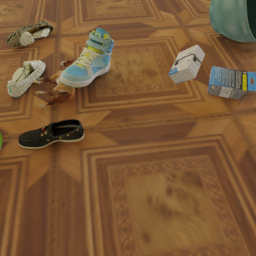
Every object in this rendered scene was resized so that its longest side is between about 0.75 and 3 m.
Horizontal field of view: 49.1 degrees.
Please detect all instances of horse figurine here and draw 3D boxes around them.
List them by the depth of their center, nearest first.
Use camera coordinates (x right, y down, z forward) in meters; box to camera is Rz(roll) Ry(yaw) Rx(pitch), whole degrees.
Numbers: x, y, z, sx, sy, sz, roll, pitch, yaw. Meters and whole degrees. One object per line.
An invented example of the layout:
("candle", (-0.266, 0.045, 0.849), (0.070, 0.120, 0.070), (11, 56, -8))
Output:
("horse figurine", (-2.472, -1.510, 9.920), (1.610, 0.606, 2.429), (-15, 44, -8))

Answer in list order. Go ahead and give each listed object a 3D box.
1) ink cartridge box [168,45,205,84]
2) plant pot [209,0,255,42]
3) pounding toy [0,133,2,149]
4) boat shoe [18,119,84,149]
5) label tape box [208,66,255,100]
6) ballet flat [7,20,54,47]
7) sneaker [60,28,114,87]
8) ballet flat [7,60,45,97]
("ink cartridge box", (1.644, -1.773, 7.823), (0.697, 0.406, 0.964), (-11, 44, 50))
("plant pot", (4.705, -5.026, 11.977), (1.904, 2.841, 2.841), (8, 41, 45))
("pounding toy", (-4.923, 0.375, 7.833), (2.440, 1.132, 1.883), (-35, 56, -28))
("boat shoe", (-2.328, 0.135, 8.431), (1.963, 0.615, 0.718), (-9, 49, -6))
("label tape box", (3.749, -1.596, 10.055), (1.598, 0.506, 1.152), (12, 49, 11))
("ballet flat", (-4.131, -4.070, 12.165), (0.844, 0.761, 2.243), (27, 50, 24))
("sneaker", (-1.384, -2.547, 9.756), (1.037, 1.702, 2.608), (27, 38, 11))
("ballet flat", (-3.708, -2.001, 10.288), (0.766, 0.766, 2.136), (11, 49, 10))
